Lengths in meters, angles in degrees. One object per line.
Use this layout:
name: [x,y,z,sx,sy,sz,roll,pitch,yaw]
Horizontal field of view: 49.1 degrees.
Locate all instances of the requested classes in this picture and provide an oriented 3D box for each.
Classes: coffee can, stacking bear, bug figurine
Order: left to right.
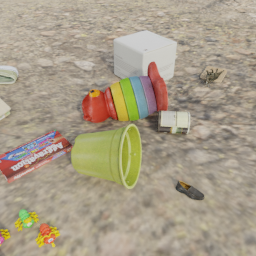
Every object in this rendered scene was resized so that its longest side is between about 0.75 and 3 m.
bug figurine: [-2.548,2.566,6.455,1.747,0.450,1.355,-28,46,-30]
stacking bear: [-0.212,-1.002,10.046,2.958,1.682,1.796,-14,44,-1]
coffee can: [1.561,-0.196,9.659,1.054,0.771,0.771,3,39,4]

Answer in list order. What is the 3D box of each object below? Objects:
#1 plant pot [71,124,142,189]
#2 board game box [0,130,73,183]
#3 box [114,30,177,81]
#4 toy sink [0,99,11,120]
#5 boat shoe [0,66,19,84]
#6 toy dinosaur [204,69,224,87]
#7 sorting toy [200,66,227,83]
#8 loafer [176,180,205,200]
plant pot: [-0.634,0.761,7.922,1.623,1.765,1.765,1,37,19]
board game box: [-2.957,0.817,8.848,2.178,0.212,1.121,-29,48,-31]
box: [0.718,-3.083,12.493,2.035,1.744,2.025,-27,46,-30]
toy sink: [-4.764,-0.642,10.181,1.039,0.582,0.677,36,60,20]
boat shoe: [-6.100,-2.324,12.298,2.386,0.859,0.740,-5,40,-11]
toy dinosaur: [3.752,-2.304,12.421,1.135,0.580,0.437,-27,33,-20]
sorting toy: [3.983,-2.476,13.022,0.989,0.195,1.069,19,47,22]
loafer: [1.703,1.708,7.653,0.820,0.296,0.298,20,42,22]
